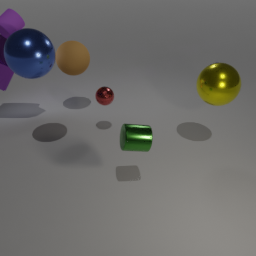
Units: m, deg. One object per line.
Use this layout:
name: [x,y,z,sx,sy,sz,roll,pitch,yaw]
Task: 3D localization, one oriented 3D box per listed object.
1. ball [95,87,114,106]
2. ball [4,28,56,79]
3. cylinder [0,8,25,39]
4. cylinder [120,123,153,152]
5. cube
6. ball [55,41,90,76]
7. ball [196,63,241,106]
ball: [-0.854,-1.175,10.316,0.700,0.700,0.700,0,29,0]
ball: [-2.788,-2.109,7.993,1.400,1.400,1.400,0,29,0]
cylinder: [-3.857,-3.373,9.107,0.700,0.700,0.700,21,67,33]
cylinder: [0.198,0.253,7.236,0.700,0.700,0.700,4,27,-14]
cube: [-4.975,-2.549,10.629,1.400,1.400,1.400,24,48,-26]
ball: [-2.269,-2.871,11.540,1.400,1.400,1.400,0,29,0]
ball: [2.942,-1.415,9.124,1.400,1.400,1.400,0,29,0]
